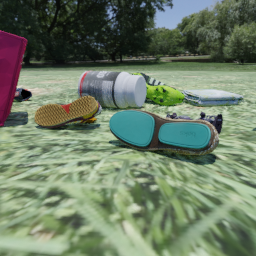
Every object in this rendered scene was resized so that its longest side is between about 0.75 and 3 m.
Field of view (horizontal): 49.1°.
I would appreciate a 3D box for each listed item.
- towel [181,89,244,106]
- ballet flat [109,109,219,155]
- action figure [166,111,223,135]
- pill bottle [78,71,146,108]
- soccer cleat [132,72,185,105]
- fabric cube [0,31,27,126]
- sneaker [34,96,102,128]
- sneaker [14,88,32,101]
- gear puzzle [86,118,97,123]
[{"bbox_3d":[3.274,-1.199,11.129,1.938,0.467,1.659,-4,17,-15],"label":"towel"},{"bbox_3d":[0.650,0.137,5.374,2.264,0.798,0.739,14,-7,37],"label":"ballet flat"},{"bbox_3d":[1.451,-0.121,6.447,1.064,0.567,1.635,-10,13,-17],"label":"action figure"},{"bbox_3d":[-0.561,-1.393,10.135,2.257,1.285,1.285,7,15,25],"label":"pill bottle"},{"bbox_3d":[1.071,-1.559,11.471,1.153,0.961,2.845,4,21,-38],"label":"soccer cleat"},{"bbox_3d":[-4.162,-1.572,7.572,2.307,2.300,2.264,13,7,-21],"label":"fabric cube"},{"bbox_3d":[-1.523,-0.315,7.237,1.715,0.643,0.773,-10,-17,8],"label":"sneaker"},{"bbox_3d":[-4.725,-1.376,11.398,0.720,0.639,1.703,7,15,44],"label":"sneaker"},{"bbox_3d":[-1.393,-0.364,8.200,0.850,0.215,1.642,-1,15,-39],"label":"gear puzzle"}]
